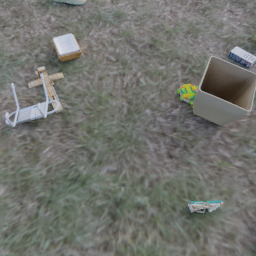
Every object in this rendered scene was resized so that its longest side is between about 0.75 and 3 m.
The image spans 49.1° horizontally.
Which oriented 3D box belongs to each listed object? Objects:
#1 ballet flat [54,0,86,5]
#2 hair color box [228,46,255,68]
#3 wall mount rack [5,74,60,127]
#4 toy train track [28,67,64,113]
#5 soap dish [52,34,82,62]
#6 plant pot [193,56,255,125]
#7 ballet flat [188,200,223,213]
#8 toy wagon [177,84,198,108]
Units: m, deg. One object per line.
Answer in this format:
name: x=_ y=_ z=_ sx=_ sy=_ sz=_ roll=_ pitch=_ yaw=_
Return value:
ballet flat: x=-2.976 y=-6.563 z=14.052 sx=1.741 sy=0.543 sz=0.587 roll=7 pitch=56 yaw=5
hair color box: x=4.801 y=-2.963 z=11.723 sx=1.019 sy=0.308 sz=0.510 roll=39 pitch=64 yaw=23
wall mount rack: x=-3.493 y=-0.947 z=9.885 sx=2.050 sy=0.764 sz=1.781 roll=-15 pitch=47 yaw=5
toy train track: x=-3.038 y=-1.595 z=10.740 sx=1.408 sy=0.399 sz=2.455 roll=-22 pitch=59 yaw=-14
soap dish: x=-2.595 y=-3.407 z=11.912 sx=0.974 sy=0.503 sz=1.238 roll=-19 pitch=57 yaw=-13
plant pot: x=3.143 y=-1.103 z=9.622 sx=1.727 sy=1.529 sz=1.725 roll=25 pitch=59 yaw=4
ballet flat: x=2.259 y=2.291 z=8.158 sx=1.013 sy=0.383 sz=0.324 roll=-3 pitch=85 yaw=3
toy wagon: x=2.366 y=-1.232 z=10.599 sx=0.815 sy=0.208 sz=1.051 roll=-10 pitch=56 yaw=-7
